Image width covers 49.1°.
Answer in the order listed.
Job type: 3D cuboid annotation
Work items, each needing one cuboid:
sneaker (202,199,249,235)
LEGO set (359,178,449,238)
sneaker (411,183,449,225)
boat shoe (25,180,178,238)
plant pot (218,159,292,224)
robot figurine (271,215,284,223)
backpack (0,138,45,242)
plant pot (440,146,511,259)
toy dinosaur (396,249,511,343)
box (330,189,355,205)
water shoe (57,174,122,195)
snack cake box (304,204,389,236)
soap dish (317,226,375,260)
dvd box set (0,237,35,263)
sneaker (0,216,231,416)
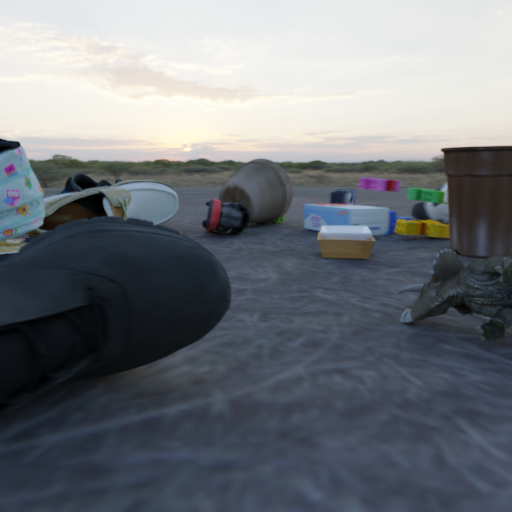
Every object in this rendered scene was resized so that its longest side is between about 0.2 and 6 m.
[{"bbox_3d":[-0.710,-0.881,13.167,1.058,0.765,2.166,10,2,-5],"label":"sneaker"},{"bbox_3d":[3.409,-0.996,12.426,1.329,1.235,3.238,-2,12,-35],"label":"LEGO set"},{"bbox_3d":[5.446,-1.535,15.343,1.189,1.421,3.210,-5,8,-20],"label":"sneaker"},{"bbox_3d":[-3.129,-0.851,11.803,3.387,1.266,1.158,-14,18,-26],"label":"boat shoe"},{"bbox_3d":[-0.173,-1.551,14.815,1.794,1.794,1.557,5,22,30],"label":"plant pot"},{"bbox_3d":[0.527,-1.138,15.953,0.598,0.394,0.682,-7,12,-32],"label":"robot figurine"},{"bbox_3d":[-4.777,-0.830,8.646,2.760,1.747,2.303,-22,27,-20],"label":"backpack"},{"bbox_3d":[4.195,-0.963,9.880,1.912,1.893,1.912,1,9,0],"label":"plant pot"},{"bbox_3d":[2.485,0.293,5.003,2.355,0.906,1.204,-1,15,12],"label":"toy dinosaur"},{"bbox_3d":[2.568,-1.509,16.645,0.523,0.848,0.841,8,17,28],"label":"box"},{"bbox_3d":[-4.704,-1.494,14.955,3.517,1.388,1.257,6,10,32],"label":"water shoe"},{"bbox_3d":[2.111,-0.881,13.388,1.118,0.653,1.944,-4,10,-26],"label":"snack cake box"},{"bbox_3d":[1.552,-0.241,9.782,0.944,0.487,1.200,1,8,7],"label":"soap dish"},{"bbox_3d":[-3.766,-0.077,9.350,1.360,0.273,1.858,-6,10,-22],"label":"dvd box set"},{"bbox_3d":[-1.627,0.542,3.386,3.120,1.185,1.416,-9,21,-14],"label":"sneaker"}]
